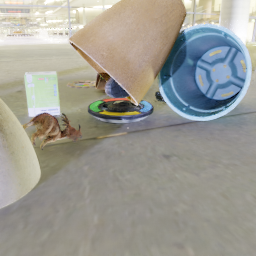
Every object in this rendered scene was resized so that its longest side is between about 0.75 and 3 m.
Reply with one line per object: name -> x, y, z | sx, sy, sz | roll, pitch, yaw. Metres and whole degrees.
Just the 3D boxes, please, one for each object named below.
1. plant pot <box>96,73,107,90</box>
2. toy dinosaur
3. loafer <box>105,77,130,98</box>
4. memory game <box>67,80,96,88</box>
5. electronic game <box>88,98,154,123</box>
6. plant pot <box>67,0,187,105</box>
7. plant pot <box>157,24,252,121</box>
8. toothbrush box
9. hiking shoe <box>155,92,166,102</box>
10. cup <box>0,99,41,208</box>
plant pot -> -0.262, -2.521, 12.757 | 2.070, 1.934, 1.934 | 10, 18, -14
toy dinosaur -> -1.862, -0.052, 6.728 | 1.037, 1.530, 0.657 | -40, 58, -1
loafer -> -0.073, -1.509, 8.203 | 0.809, 0.815, 2.239 | 7, 33, 32
memory game -> -2.191, -2.186, 13.947 | 1.673, 0.107, 1.673 | 0, 20, 0
electronic game -> -0.240, -0.660, 9.323 | 2.192, 0.456, 2.192 | 0, 21, 0
plant pot -> 0.232, -2.671, 8.298 | 2.953, 2.752, 2.752 | -48, 30, -1
plant pot -> 2.914, -1.895, 9.682 | 2.887, 2.887, 2.828 | 12, 16, 29
toothbrush box -> -2.819, -1.141, 9.288 | 1.004, 1.379, 0.594 | -5, 21, -14
hiking shoe -> 1.436, -1.199, 11.072 | 0.383, 0.328, 0.883 | -7, 30, -38
cup -> -2.888, 0.270, 5.094 | 2.327, 1.664, 2.327 | 0, 21, 0
